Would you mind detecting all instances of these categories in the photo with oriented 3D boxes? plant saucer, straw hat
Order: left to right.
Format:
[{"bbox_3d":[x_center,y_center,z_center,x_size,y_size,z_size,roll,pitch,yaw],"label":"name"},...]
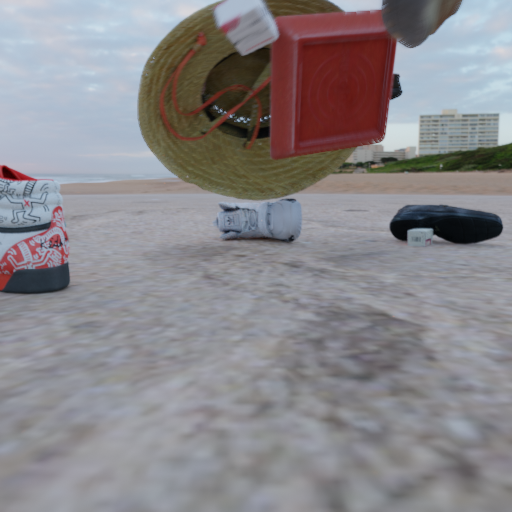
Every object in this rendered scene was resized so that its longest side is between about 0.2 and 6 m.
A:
[{"bbox_3d":[-0.066,-3.164,10.340,4.279,4.279,1.811,-2,43,-14],"label":"straw hat"},{"bbox_3d":[1.278,-2.591,8.691,2.164,2.160,0.397,-12,34,-19],"label":"plant saucer"}]

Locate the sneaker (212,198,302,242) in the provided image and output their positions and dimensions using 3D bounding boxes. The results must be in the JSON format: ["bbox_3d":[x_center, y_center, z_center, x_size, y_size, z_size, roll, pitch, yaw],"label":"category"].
[{"bbox_3d":[-0.023,-0.700,11.460,1.345,0.879,2.340,-4,3,-21],"label":"sneaker"}]

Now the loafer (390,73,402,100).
[{"bbox_3d":[1.546,-4.014,11.351,3.143,1.121,1.147,25,17,17],"label":"loafer"}]

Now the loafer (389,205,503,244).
[{"bbox_3d":[3.791,-0.755,11.183,2.146,0.781,0.776,6,46,27],"label":"loafer"}]

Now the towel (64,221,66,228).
[{"bbox_3d":[-5.520,-0.650,12.365,1.732,0.487,2.024,8,11,43],"label":"towel"}]

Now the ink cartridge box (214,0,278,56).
[{"bbox_3d":[-0.118,-3.118,7.504,0.568,0.331,0.785,-21,-17,17],"label":"ink cartridge box"}]

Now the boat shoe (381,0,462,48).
[{"bbox_3d":[1.593,-2.722,4.775,0.690,0.727,1.921,-31,-22,-15],"label":"boat shoe"}]

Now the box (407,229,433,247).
[{"bbox_3d":[3.186,-0.359,10.875,0.357,0.304,0.559,3,8,31],"label":"box"}]

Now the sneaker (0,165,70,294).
[{"bbox_3d":[-3.493,-0.350,6.571,2.694,1.444,0.899,1,8,9],"label":"sneaker"}]
